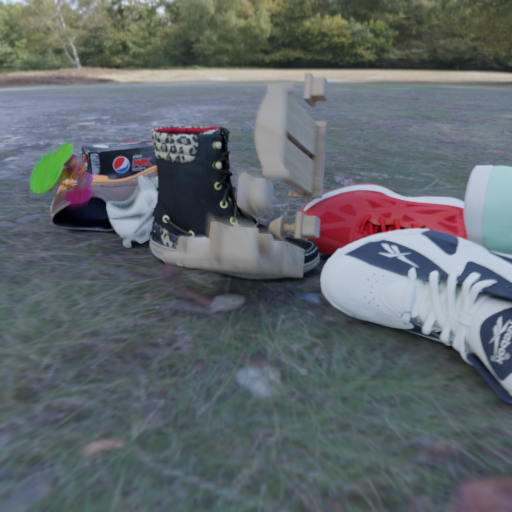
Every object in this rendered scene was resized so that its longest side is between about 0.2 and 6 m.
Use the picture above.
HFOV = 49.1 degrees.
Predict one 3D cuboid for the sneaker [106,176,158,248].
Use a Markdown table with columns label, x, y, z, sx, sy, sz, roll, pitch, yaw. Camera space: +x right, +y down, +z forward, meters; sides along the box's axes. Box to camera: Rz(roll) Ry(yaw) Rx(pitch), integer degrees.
| label | x | y | z | sx | sy | sz | roll | pitch | yaw |
| --- | --- | --- | --- | --- | --- | --- | --- | --- | --- |
| sneaker | -1.602 | -1.083 | 10.078 | 2.313 | 1.024 | 0.857 | -28 | 31 | -2 |

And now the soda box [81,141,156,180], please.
| label | x | y | z | sx | sy | sz | roll | pitch | yaw |
| --- | --- | --- | --- | --- | --- | --- | --- | --- | --- |
| soda box | -3.403 | -2.673 | 15.584 | 2.653 | 0.840 | 0.939 | -10 | 24 | -25 |

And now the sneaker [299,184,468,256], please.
| label | x | y | z | sx | sy | sz | roll | pitch | yaw |
| --- | --- | --- | --- | --- | --- | --- | --- | --- | --- |
| sneaker | 2.406 | -0.353 | 9.102 | 3.326 | 1.303 | 1.922 | -5 | 21 | -9 |

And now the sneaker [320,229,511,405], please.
| label | x | y | z | sx | sy | sz | roll | pitch | yaw |
| --- | --- | --- | --- | --- | --- | --- | --- | --- | --- |
| sneaker | 2.396 | 0.633 | 6.363 | 3.408 | 1.360 | 2.218 | 14 | 15 | 7 |

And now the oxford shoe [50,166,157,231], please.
| label | x | y | z | sx | sy | sz | roll | pitch | yaw |
| --- | --- | --- | --- | --- | --- | --- | --- | --- | --- |
| oxford shoe | -2.335 | -0.971 | 11.077 | 3.418 | 1.219 | 1.246 | -7 | 32 | 4 |

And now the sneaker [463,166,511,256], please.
| label | x | y | z | sx | sy | sz | roll | pitch | yaw |
| --- | --- | --- | --- | --- | --- | --- | --- | --- | --- |
| sneaker | 3.793 | -0.145 | 7.413 | 1.701 | 1.061 | 2.884 | 12 | -16 | 30 |

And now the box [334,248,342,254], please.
| label | x | y | z | sx | sy | sz | roll | pitch | yaw |
| --- | --- | --- | --- | --- | --- | --- | --- | --- | --- |
| box | 1.466 | 0.154 | 8.535 | 0.557 | 0.437 | 0.896 | -10 | 10 | 22 |

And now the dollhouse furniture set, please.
| label | x | y | z | sx | sy | sz | roll | pitch | yaw |
| --- | --- | --- | --- | --- | --- | --- | --- | --- | --- |
| dollhouse furniture set | -0.146 | -1.386 | 7.976 | 1.584 | 3.245 | 2.767 | 2 | -5 | 22 |

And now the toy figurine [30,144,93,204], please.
| label | x | y | z | sx | sy | sz | roll | pitch | yaw |
| --- | --- | --- | --- | --- | --- | --- | --- | --- | --- |
| toy figurine | -3.284 | -1.355 | 9.955 | 0.776 | 1.034 | 0.951 | 46 | 6 | 37 |

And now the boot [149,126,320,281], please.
| label | x | y | z | sx | sy | sz | roll | pitch | yaw |
| --- | --- | --- | --- | --- | --- | --- | --- | --- | --- |
| boot | -0.410 | -0.872 | 9.033 | 2.969 | 2.242 | 1.072 | 8 | 23 | 17 |
